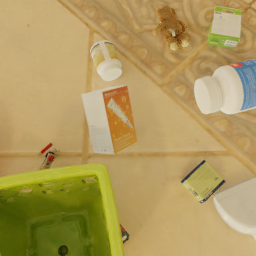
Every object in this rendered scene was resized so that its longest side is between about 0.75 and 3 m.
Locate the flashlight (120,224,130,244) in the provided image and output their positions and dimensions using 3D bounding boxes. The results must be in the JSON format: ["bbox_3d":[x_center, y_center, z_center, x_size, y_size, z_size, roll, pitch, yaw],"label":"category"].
[{"bbox_3d":[-0.333,2.459,6.997,0.316,0.317,0.934,-13,31,-33],"label":"flashlight"}]

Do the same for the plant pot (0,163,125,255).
[{"bbox_3d":[-1.667,2.694,6.279,2.964,2.703,2.979,-8,69,-8],"label":"plant pot"}]

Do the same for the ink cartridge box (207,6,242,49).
[{"bbox_3d":[3.417,-3.560,9.868,0.996,0.510,1.348,11,68,5],"label":"ink cartridge box"}]

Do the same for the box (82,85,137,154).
[{"bbox_3d":[-0.471,-0.238,7.567,1.021,0.800,1.641,-24,108,-47],"label":"box"}]

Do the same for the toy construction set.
[{"bbox_3d":[-2.266,1.220,7.906,1.061,1.152,1.381,-40,53,-1],"label":"toy construction set"}]

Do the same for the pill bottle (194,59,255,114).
[{"bbox_3d":[3.467,-1.257,8.474,2.653,1.489,1.489,-14,70,-6],"label":"pill bottle"}]

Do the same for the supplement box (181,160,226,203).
[{"bbox_3d":[2.108,1.519,7.923,0.834,0.560,0.833,-40,74,-14],"label":"supplement box"}]

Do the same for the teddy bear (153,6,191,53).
[{"bbox_3d":[1.531,-3.424,9.862,1.238,0.570,1.708,-37,81,-5],"label":"teddy bear"}]

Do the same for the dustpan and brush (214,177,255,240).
[{"bbox_3d":[3.347,2.564,7.606,1.448,0.594,2.074,-19,64,-12],"label":"dustpan and brush"}]

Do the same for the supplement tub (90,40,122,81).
[{"bbox_3d":[-0.701,-2.199,9.188,0.816,0.816,1.130,-18,70,-7],"label":"supplement tub"}]
